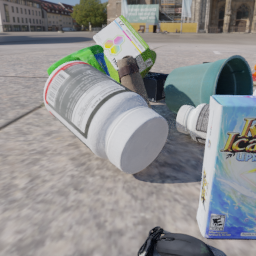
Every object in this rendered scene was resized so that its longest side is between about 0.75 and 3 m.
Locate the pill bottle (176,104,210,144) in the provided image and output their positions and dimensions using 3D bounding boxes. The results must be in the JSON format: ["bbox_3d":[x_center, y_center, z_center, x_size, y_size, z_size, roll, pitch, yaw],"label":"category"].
[{"bbox_3d":[2.278,-0.064,7.326,1.898,1.051,1.051,15,25,34],"label":"pill bottle"}]

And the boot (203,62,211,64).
[{"bbox_3d":[3.250,-2.183,12.325,2.301,1.515,0.803,-1,22,-3],"label":"boot"}]

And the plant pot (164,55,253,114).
[{"bbox_3d":[2.485,-1.179,9.074,2.210,2.210,2.164,-17,19,-38],"label":"plant pot"}]

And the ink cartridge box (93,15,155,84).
[{"bbox_3d":[-0.735,-2.710,11.200,2.908,1.102,2.149,-35,63,3],"label":"ink cartridge box"}]

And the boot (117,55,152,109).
[{"bbox_3d":[0.118,-1.101,8.014,0.876,1.824,2.494,-15,22,1],"label":"boot"}]

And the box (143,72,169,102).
[{"bbox_3d":[1.006,-1.838,12.223,1.583,0.981,1.556,16,28,36],"label":"box"}]

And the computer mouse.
[{"bbox_3d":[0.699,1.650,3.860,1.044,0.275,0.723,10,22,25],"label":"computer mouse"}]

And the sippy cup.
[{"bbox_3d":[-1.370,-1.468,9.388,2.048,1.912,2.608,-25,7,15],"label":"sippy cup"}]

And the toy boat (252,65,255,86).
[{"bbox_3d":[6.790,-2.827,14.632,1.104,1.106,1.692,-19,28,-41],"label":"toy boat"}]

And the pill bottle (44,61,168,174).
[{"bbox_3d":[-0.571,-0.324,6.577,1.659,1.659,2.914,-18,42,-40],"label":"pill bottle"}]

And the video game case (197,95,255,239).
[{"bbox_3d":[2.278,0.612,4.004,2.325,2.108,0.528,0,21,0],"label":"video game case"}]

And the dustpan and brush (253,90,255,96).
[{"bbox_3d":[5.189,-1.156,11.059,2.414,0.691,1.685,10,22,6],"label":"dustpan and brush"}]

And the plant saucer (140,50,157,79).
[{"bbox_3d":[-0.022,-2.617,12.541,2.866,0.445,2.866,-32,31,22],"label":"plant saucer"}]
